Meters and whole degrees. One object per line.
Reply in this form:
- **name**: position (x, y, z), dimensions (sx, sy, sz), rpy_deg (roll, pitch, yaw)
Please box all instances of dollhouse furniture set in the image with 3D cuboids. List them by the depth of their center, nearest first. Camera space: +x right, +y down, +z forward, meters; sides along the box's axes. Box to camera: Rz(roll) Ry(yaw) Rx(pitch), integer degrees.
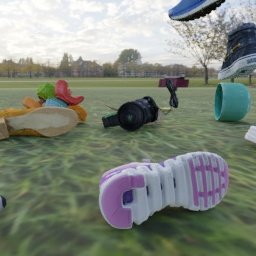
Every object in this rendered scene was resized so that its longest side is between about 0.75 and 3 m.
- **dollhouse furniture set**: position (0.591, -0.402, 9.229), dimensions (0.975, 0.476, 0.831), rpy_deg (-4, 10, -23)

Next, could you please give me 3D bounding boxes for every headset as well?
- **headset**: position (0.308, -0.608, 8.110), dimensions (2.488, 1.169, 1.536), rpy_deg (-9, 10, 36)

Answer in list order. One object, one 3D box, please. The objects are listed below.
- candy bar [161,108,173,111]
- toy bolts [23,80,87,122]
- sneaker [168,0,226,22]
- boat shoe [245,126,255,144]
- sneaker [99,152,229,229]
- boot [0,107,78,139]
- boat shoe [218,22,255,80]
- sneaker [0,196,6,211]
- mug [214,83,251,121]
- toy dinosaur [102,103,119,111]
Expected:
- **candy bar**: position (1.503, -0.835, 12.697), dimensions (1.162, 0.129, 0.290), rpy_deg (-3, 14, -21)
- **toy bolts**: position (-2.155, -0.392, 8.454), dimensions (1.931, 1.402, 2.021), rpy_deg (39, -20, -25)
- **sneaker**: position (1.431, -2.541, 4.937), dimensions (1.775, 0.791, 0.697), rpy_deg (-28, -1, 35)
- **boat shoe**: position (3.619, 0.063, 5.406), dimensions (2.513, 0.871, 0.890), rpy_deg (7, 12, 35)
- **sneaker**: position (0.378, 0.603, 3.186), dimensions (1.633, 0.657, 0.722), rpy_deg (-5, 4, -23)
- **boot**: position (-2.580, -0.271, 7.397), dimensions (2.234, 0.786, 1.599), rpy_deg (-11, 19, -23)
- **boat shoe**: position (2.639, -1.743, 6.690), dimensions (0.730, 0.937, 2.063), rpy_deg (-7, -1, 3)
- **sneaker**: position (-1.375, 0.805, 2.677), dimensions (1.018, 0.382, 0.588), rpy_deg (6, 9, 35)
- **mug**: position (3.591, -0.908, 9.706), dimensions (0.980, 1.302, 1.585), rpy_deg (3, 10, 5)
- **toy dinosaur**: position (0.260, -0.640, 10.730), dimensions (2.404, 0.700, 1.216), rpy_deg (3, -8, -25)
